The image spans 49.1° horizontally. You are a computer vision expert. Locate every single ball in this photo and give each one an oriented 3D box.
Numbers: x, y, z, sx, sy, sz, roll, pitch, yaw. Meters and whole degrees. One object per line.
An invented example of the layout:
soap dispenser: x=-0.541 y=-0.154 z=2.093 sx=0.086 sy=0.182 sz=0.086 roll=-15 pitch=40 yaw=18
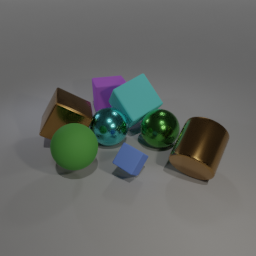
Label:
ball: x=-0.685 y=-0.048 z=10.157 sx=1.400 sy=1.400 sz=1.400 roll=0 pitch=29 yaw=0
ball: x=1.143 y=0.020 z=10.015 sx=1.400 sy=1.400 sz=1.400 roll=0 pitch=29 yaw=0
ball: x=-1.594 y=0.556 z=8.349 sx=1.400 sy=1.400 sz=1.400 roll=0 pitch=29 yaw=0

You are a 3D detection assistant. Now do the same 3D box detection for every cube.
cube: x=0.085 y=0.945 z=8.416 sx=0.700 sy=0.700 sz=0.700 roll=29 pitch=-2 yaw=21
cube: x=0.258 y=-1.005 z=10.937 sx=1.400 sy=1.400 sz=1.400 roll=-31 pitch=-5 yaw=-16
cube: x=-2.228 y=-0.363 z=10.147 sx=1.400 sy=1.400 sz=1.400 roll=24 pitch=23 yaw=-24
cube: x=-0.803 y=-1.458 z=12.599 sx=1.400 sy=1.400 sz=1.400 roll=-7 pitch=26 yaw=-12

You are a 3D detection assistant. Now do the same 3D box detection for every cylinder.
cylinder: x=2.134 y=0.613 z=8.413 sx=1.400 sy=1.400 sz=1.400 roll=17 pitch=63 yaw=28
